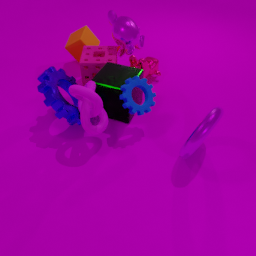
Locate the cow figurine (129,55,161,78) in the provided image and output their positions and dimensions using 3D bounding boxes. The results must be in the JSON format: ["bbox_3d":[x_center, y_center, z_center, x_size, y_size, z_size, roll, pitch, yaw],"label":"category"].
[{"bbox_3d":[0.505,-1.991,10.144,0.846,1.516,1.540,26,83,32],"label":"cow figurine"}]

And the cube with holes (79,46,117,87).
[{"bbox_3d":[-0.998,-2.115,10.022,1.188,1.188,1.188,1,44,0],"label":"cube with holes"}]

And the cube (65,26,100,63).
[{"bbox_3d":[-1.749,-3.219,10.826,0.868,0.868,0.868,-14,49,33],"label":"cube"}]

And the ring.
[{"bbox_3d":[1.928,0.130,7.374,0.333,1.666,1.666,38,54,13],"label":"ring"}]

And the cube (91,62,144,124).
[{"bbox_3d":[-0.325,-1.140,8.934,1.287,1.287,1.287,16,46,16],"label":"cube"}]

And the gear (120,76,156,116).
[{"bbox_3d":[0.290,-0.906,7.918,1.085,1.085,0.201,-32,10,-29],"label":"gear"}]

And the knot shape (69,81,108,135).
[{"bbox_3d":[-1.066,-0.679,7.525,0.718,1.453,1.553,-21,67,-3],"label":"knot shape"}]

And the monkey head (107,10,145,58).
[{"bbox_3d":[-0.167,-3.163,9.897,1.168,1.394,1.938,0,58,-51],"label":"monkey head"}]

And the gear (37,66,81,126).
[{"bbox_3d":[-1.862,-0.970,8.460,0.349,1.888,1.888,-33,39,22],"label":"gear"}]
